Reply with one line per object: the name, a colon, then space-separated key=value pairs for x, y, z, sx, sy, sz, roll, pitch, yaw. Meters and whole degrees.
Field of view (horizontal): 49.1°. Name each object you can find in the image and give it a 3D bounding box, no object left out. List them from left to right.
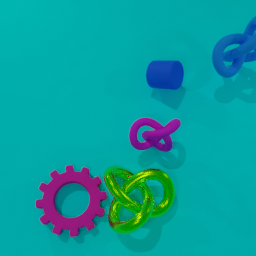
gear: x=-1.273 y=1.641 z=6.378 sx=1.541 sy=0.285 sz=1.541 roll=2 pitch=68 yaw=-6
knot shape: x=0.090 y=1.391 z=6.158 sx=1.644 sy=0.760 sz=1.539 roll=-31 pitch=58 yaw=-26
knot shape: x=0.715 y=0.122 z=6.460 sx=1.139 sy=1.218 sz=0.563 roll=-30 pitch=53 yaw=31
cylinder: x=0.959 y=-1.376 z=7.249 sx=0.728 sy=0.728 sz=0.728 roll=11 pitch=65 yaw=36
knot shape: x=2.869 y=-2.042 z=6.898 sx=1.616 sy=1.512 sz=0.747 roll=-20 pitch=64 yaw=-39
